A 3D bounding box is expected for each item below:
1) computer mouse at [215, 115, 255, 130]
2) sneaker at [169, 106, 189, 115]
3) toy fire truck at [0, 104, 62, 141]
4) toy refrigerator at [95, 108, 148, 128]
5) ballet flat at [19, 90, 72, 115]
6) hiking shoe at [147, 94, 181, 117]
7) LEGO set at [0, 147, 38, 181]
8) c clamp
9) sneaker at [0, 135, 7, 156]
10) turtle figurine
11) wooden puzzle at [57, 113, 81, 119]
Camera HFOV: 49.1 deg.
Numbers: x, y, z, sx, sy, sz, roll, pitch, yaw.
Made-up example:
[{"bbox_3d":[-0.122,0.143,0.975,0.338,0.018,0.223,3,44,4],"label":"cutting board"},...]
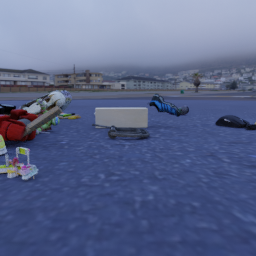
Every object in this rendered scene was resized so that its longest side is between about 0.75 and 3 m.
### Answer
[{"bbox_3d":[4.500,-0.274,10.994,1.377,0.451,1.961,-4,9,-25],"label":"computer mouse"},{"bbox_3d":[3.000,-0.980,16.753,0.633,0.539,1.447,-16,4,-29],"label":"sneaker"},{"bbox_3d":[-2.755,-0.129,7.390,2.039,1.312,1.795,11,7,3],"label":"toy fire truck"},{"bbox_3d":[-0.260,-0.407,10.858,1.978,0.751,0.692,-1,7,-5],"label":"toy refrigerator"},{"bbox_3d":[-3.346,-0.953,11.647,1.007,1.007,2.798,7,32,45],"label":"ballet flat"},{"bbox_3d":[1.404,-0.746,10.765,1.285,0.557,0.478,35,-12,8],"label":"hiking shoe"},{"bbox_3d":[-1.975,0.551,4.558,1.165,0.434,0.536,2,8,16],"label":"LEGO set"},{"bbox_3d":[-0.235,0.123,8.867,1.778,0.282,2.081,4,5,-9],"label":"c clamp"},{"bbox_3d":[-3.131,0.360,5.809,1.113,0.502,0.435,-7,12,-37],"label":"sneaker"},{"bbox_3d":[-3.109,-0.374,9.068,1.571,1.166,1.621,-4,4,-1],"label":"turtle figurine"},{"bbox_3d":[-3.398,-0.663,14.897,2.092,0.245,1.411,3,8,27],"label":"wooden puzzle"}]
